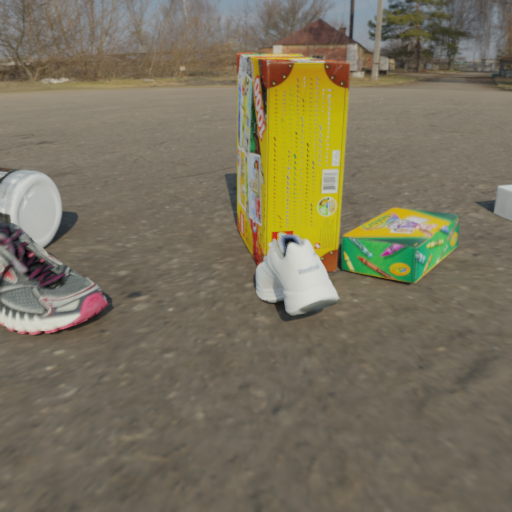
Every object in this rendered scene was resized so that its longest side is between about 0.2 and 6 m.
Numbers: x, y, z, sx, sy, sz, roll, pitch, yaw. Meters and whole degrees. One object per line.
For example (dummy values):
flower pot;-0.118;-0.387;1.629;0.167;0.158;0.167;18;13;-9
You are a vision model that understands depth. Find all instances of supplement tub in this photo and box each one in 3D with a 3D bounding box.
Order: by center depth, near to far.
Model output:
supplement tub;-5.668;-1.042;11.730;2.729;1.672;1.672;8;23;17

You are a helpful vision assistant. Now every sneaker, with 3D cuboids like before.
sneaker;0.555;0.189;8.906;0.964;1.127;2.588;-16;6;-16
sneaker;-3.825;0.221;8.937;3.406;1.272;1.373;19;26;26

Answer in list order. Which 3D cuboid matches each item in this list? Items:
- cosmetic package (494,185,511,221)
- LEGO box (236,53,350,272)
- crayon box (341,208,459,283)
cosmetic package;6.393;-1.279;13.619;0.733;0.729;0.876;-5;21;-13
LEGO box;0.561;-1.902;10.959;1.476;3.826;2.849;-4;22;-11
crayon box;2.867;-0.279;10.944;1.454;0.713;2.448;10;23;34
